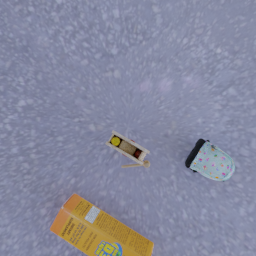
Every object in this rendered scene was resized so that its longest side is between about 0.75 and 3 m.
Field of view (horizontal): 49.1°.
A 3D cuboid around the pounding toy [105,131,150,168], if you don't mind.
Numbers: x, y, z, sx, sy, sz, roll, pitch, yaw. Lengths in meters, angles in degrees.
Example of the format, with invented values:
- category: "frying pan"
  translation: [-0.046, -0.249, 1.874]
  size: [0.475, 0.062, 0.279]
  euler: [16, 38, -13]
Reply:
- category: "pounding toy"
  translation: [0.018, 0.799, 8.035]
  size: [1.551, 0.887, 0.890]
  euler: [30, 89, -10]

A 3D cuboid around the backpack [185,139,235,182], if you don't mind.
- category: "backpack"
  translation: [2.421, 1.020, 8.138]
  size: [1.311, 0.830, 1.094]
  euler: [32, 96, 23]

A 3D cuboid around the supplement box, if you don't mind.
- category: "supplement box"
  translation: [-0.695, 3.045, 7.817]
  size: [2.774, 0.954, 0.923]
  euler: [30, 106, 3]
